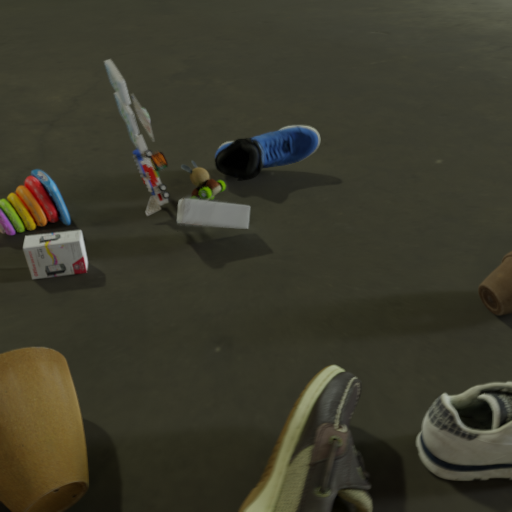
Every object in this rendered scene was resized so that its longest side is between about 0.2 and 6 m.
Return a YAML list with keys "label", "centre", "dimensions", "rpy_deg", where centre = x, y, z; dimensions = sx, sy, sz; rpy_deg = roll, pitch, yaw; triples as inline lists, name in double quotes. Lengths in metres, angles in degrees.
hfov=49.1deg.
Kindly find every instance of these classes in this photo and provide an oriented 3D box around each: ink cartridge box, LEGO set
- label: "ink cartridge box"
  centre: [-3.073, -0.014, 8.624]
  dimensions: [0.840, 0.620, 0.360]
  rpy_deg: [-9, 35, -11]
- label: "LEGO set"
  centre: [-2.113, -1.952, 9.714]
  dimensions: [0.604, 1.838, 2.461]
  rpy_deg: [-25, 56, -14]

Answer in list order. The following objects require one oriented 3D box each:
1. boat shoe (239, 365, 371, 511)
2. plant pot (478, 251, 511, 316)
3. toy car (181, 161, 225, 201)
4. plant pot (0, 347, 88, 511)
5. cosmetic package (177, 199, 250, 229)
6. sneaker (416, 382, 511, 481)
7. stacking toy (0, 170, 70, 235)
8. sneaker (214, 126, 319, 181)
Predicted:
- label: "boat shoe"
  centre: [0.549, 2.163, 5.013]
  dimensions: [0.958, 1.082, 2.957]
  rpy_deg: [13, 36, 21]
- label: "plant pot"
  centre: [3.598, 0.437, 7.887]
  dimensions: [0.778, 0.892, 0.892]
  rpy_deg: [-26, 40, -8]
- label: "toy car"
  centre: [-1.069, -1.368, 10.285]
  dimensions: [0.625, 0.793, 0.651]
  rpy_deg: [-33, 4, 33]
- label: "plant pot"
  centre: [-2.235, 1.839, 5.559]
  dimensions: [1.281, 1.281, 1.375]
  rpy_deg: [-22, 55, -29]
- label: "cosmetic package"
  centre: [-0.714, -0.685, 9.264]
  dimensions: [1.111, 0.396, 0.563]
  rpy_deg: [5, 2, -15]
- label: "sneaker"
  centre: [2.854, 1.749, 5.822]
  dimensions: [2.283, 0.919, 0.872]
  rpy_deg: [-5, 33, -10]
- label: "stacking toy"
  centre: [-4.149, -0.685, 9.570]
  dimensions: [1.655, 0.908, 0.961]
  rpy_deg: [-34, 49, -23]
- label: "sneaker"
  centre: [0.215, -2.025, 11.052]
  dimensions: [2.136, 0.820, 1.188]
  rpy_deg: [-7, 21, 6]
